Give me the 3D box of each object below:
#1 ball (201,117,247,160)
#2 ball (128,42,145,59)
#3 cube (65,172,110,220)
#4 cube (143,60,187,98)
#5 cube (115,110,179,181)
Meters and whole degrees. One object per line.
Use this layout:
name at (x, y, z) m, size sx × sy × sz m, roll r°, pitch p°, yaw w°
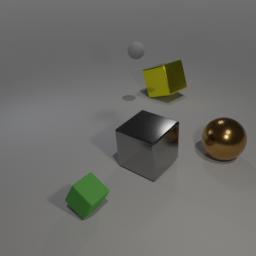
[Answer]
ball at (3.103, 0.350, 9.080) m, size 1.400 × 1.400 × 1.400 m, roll 0°, pitch 29°, yaw 0°
ball at (0.332, -3.168, 11.477) m, size 0.700 × 0.700 × 0.700 m, roll 0°, pitch 29°, yaw 0°
cube at (-1.024, 1.695, 7.032) m, size 0.700 × 0.700 × 0.700 m, roll 42°, pitch 39°, yaw 14°
cube at (1.798, -2.381, 13.600) m, size 1.400 × 1.400 × 1.400 m, roll -26°, pitch 17°, yaw -39°
cube at (0.618, 0.494, 8.634) m, size 1.400 × 1.400 × 1.400 m, roll 21°, pitch 41°, yaw 33°
